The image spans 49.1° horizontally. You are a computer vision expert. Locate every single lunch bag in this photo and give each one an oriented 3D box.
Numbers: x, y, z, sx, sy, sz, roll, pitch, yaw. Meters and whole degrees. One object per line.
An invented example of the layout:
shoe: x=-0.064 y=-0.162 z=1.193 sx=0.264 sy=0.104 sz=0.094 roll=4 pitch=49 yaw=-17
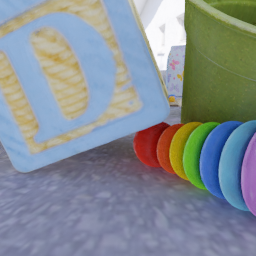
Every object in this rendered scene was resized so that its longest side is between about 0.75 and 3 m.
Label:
lunch bag: x=3.131 y=-2.872 z=14.023 sx=2.147 sy=2.532 sz=1.610 roll=7 pitch=15 yaw=30

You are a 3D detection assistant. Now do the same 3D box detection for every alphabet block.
alphabet block: x=-0.861 y=-1.117 z=5.158 sx=2.638 sy=2.624 sz=2.686 roll=-19 pitch=11 yaw=11

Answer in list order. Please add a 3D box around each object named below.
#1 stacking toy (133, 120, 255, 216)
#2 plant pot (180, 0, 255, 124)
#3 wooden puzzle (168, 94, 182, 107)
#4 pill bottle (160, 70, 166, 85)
stacking toy: x=1.098 y=0.340 z=3.819 sx=1.211 sy=1.211 sz=2.837 roll=-9 pitch=12 yaw=-33
plant pot: x=1.901 y=-0.832 z=4.424 sx=2.776 sy=2.636 sz=2.776 roll=3 pitch=47 yaw=-3
wooden puzzle: x=1.516 y=-1.184 z=11.646 sx=1.548 sy=0.358 sz=1.434 roll=5 pitch=14 yaw=18
pill bottle: x=2.017 y=-2.586 z=15.580 sx=1.291 sy=1.291 sz=2.159 roll=10 pitch=17 yaw=36
